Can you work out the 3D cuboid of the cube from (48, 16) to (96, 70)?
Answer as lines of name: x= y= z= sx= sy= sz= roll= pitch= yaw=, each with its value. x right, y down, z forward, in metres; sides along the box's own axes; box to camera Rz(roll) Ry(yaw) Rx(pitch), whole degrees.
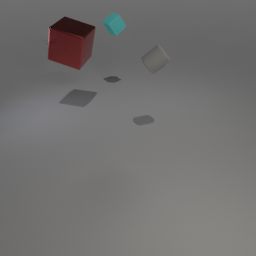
cube: x=-2.279 y=-3.450 z=11.362 sx=1.400 sy=1.400 sz=1.400 roll=19 pitch=40 yaw=3

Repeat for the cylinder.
cylinder: x=0.920 y=-2.255 z=9.218 sx=0.700 sy=0.700 sz=0.700 roll=-35 pitch=23 yaw=20

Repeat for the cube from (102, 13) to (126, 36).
cube: x=-0.660 y=-4.966 z=13.407 sx=0.700 sy=0.700 sz=0.700 roll=-44 pitch=43 yaw=-3
